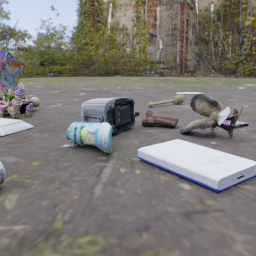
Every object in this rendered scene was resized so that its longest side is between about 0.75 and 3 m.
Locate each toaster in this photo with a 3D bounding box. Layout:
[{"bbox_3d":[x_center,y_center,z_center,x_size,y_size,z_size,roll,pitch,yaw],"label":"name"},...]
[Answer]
[{"bbox_3d":[-0.689,-0.519,10.253,1.411,1.241,2.184,5,15,31],"label":"toaster"}]

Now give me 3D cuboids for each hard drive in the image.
[{"bbox_3d":[1.600,0.781,6.685,1.587,0.305,2.406,-10,16,-36],"label":"hard drive"}]

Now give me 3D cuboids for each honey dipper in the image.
[{"bbox_3d":[2.189,-1.490,16.279,2.610,0.496,0.496,-14,19,-33],"label":"honey dipper"}]

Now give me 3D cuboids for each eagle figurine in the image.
[{"bbox_3d":[2.769,-0.319,9.672,1.877,1.416,1.424,19,30,25],"label":"eagle figurine"}]

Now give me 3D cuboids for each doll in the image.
[{"bbox_3d":[-5.490,-1.067,13.786,1.892,0.672,2.773,19,21,29],"label":"doll"}]

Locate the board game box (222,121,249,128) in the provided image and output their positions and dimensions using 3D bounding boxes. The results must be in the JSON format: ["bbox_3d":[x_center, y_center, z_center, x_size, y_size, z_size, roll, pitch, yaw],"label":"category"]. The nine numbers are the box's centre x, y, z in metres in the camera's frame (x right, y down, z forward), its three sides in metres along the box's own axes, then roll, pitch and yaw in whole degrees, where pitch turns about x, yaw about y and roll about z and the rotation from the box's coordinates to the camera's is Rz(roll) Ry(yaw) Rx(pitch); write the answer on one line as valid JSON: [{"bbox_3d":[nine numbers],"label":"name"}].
[{"bbox_3d":[4.206,-0.138,11.033,0.968,0.156,0.581,-8,19,-30],"label":"board game box"}]

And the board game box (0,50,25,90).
[{"bbox_3d":[-4.124,-1.960,9.693,0.262,1.029,1.520,20,-3,0],"label":"board game box"}]

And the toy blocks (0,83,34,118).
[{"bbox_3d":[-5.202,-1.648,12.617,1.937,1.745,2.073,42,33,28],"label":"toy blocks"}]

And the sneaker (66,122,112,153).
[{"bbox_3d":[-1.125,0.261,7.941,1.318,0.803,2.018,0,4,-7],"label":"sneaker"}]

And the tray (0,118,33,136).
[{"bbox_3d":[-5.243,-0.144,10.645,2.931,0.325,1.574,6,13,23],"label":"tray"}]

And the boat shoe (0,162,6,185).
[{"bbox_3d":[-3.599,0.728,5.814,2.482,0.852,0.703,10,17,30],"label":"boat shoe"}]

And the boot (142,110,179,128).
[{"bbox_3d":[1.375,-0.356,11.224,1.411,0.453,1.315,1,26,17],"label":"boot"}]
